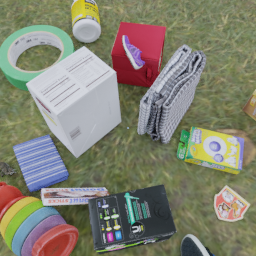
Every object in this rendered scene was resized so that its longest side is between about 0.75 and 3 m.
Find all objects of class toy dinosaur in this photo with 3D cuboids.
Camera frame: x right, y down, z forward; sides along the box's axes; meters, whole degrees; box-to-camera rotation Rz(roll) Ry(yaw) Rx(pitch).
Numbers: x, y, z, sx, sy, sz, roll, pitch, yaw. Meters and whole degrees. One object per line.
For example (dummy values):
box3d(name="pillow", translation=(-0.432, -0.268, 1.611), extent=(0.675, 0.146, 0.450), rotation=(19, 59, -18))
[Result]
box3d(name="toy dinosaur", translation=(-3.983, 1.317, 9.045), extent=(0.427, 0.321, 0.835), rotation=(-35, 61, -30))

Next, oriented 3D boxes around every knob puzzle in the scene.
box3d(name="knob puzzle", translation=(3.073, 2.375, 8.509), extent=(1.115, 0.155, 1.115), rotation=(0, 62, 0))

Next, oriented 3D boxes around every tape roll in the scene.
box3d(name="tape roll", translation=(-3.523, -2.786, 10.999), extent=(2.881, 0.693, 2.881), rotation=(0, 61, -1))

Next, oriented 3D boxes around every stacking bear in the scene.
box3d(name="stacking bear", translation=(-2.855, 2.577, 7.680), extent=(2.759, 1.675, 1.569), rotation=(29, 25, 25))

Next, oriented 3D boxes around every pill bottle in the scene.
box3d(name="pill bottle", translation=(-1.790, -4.694, 11.768), extent=(1.135, 1.135, 2.019), rotation=(-8, 62, -4))

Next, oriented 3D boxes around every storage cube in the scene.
box3d(name="storage cube", translation=(0.410, -2.702, 10.429), extent=(1.704, 1.621, 1.896), rotation=(9, 63, 6))

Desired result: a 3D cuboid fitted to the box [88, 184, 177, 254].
box3d(name="box", translation=(0.063, 2.519, 7.635), extent=(2.072, 1.539, 1.288), rotation=(-11, 62, -6))

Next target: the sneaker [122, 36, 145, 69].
box3d(name="sneaker", translation=(0.170, -2.516, 9.204), extent=(0.488, 0.472, 1.170), rotation=(-28, 93, 1))

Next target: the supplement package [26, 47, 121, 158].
box3d(name="supplement package", translation=(-1.502, -0.699, 8.711), extent=(2.068, 2.656, 1.473), rotation=(-39, 65, -19))

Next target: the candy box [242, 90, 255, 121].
box3d(name="candy box", translation=(5.074, -0.393, 9.363), extent=(0.610, 1.274, 2.206), rotation=(-39, 68, -19))

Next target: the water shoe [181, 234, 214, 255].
box3d(name="water shoe", translation=(2.286, 3.907, 7.434), extent=(0.915, 0.829, 2.318), rotation=(9, 36, -42))

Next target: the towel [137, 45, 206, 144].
box3d(name="towel", translation=(1.454, -1.001, 9.157), extent=(1.162, 2.248, 2.715), rotation=(30, 65, 14))

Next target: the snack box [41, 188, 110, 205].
box3d(name="snack box", translation=(-1.479, 1.957, 8.070), extent=(1.919, 0.690, 0.233), rotation=(4, 99, -24))

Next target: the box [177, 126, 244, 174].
box3d(name="box", translation=(2.706, 0.682, 9.247), extent=(2.026, 0.490, 1.189), rotation=(12, 62, 8))

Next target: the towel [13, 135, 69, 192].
box3d(name="towel", translation=(-2.818, 1.104, 9.048), extent=(1.273, 0.210, 1.758), rotation=(-19, 61, -24))
